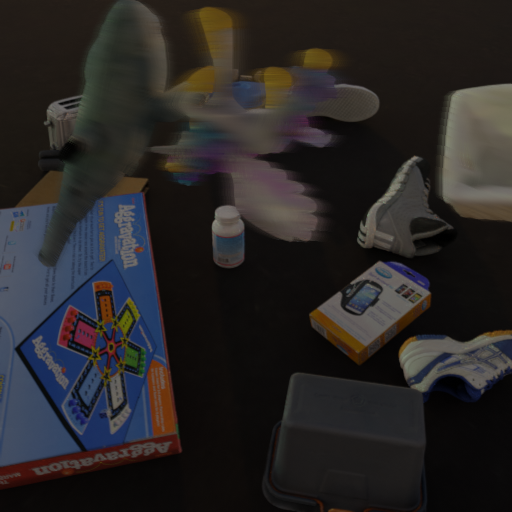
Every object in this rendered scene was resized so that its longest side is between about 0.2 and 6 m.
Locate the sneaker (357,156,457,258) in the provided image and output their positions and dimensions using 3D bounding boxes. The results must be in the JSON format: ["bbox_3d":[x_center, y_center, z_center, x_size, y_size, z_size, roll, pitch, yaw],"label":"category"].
[{"bbox_3d":[3.166,-0.808,10.685,1.562,1.015,2.705,25,53,23],"label":"sneaker"}]

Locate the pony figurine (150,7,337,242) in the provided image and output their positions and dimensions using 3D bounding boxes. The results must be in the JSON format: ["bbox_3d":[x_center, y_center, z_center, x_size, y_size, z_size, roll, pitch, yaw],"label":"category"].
[{"bbox_3d":[-0.014,-1.666,7.534,2.548,2.639,2.198,16,58,-12],"label":"pony figurine"}]

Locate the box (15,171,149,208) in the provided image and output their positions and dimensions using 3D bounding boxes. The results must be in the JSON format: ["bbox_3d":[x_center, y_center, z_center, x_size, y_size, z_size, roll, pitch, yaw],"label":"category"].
[{"bbox_3d":[-3.601,-1.169,11.650,2.302,0.245,1.882,5,37,8],"label":"box"}]

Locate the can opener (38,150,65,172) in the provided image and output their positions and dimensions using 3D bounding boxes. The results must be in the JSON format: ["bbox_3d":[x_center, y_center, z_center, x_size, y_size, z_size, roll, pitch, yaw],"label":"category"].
[{"bbox_3d":[-4.015,-2.328,12.829,1.953,0.653,0.521,-4,62,-5],"label":"can opener"}]

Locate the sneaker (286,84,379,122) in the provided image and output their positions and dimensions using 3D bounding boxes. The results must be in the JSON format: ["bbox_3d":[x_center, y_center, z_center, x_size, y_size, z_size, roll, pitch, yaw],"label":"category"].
[{"bbox_3d":[2.078,-4.489,15.649,2.686,0.974,1.532,6,33,9],"label":"sneaker"}]

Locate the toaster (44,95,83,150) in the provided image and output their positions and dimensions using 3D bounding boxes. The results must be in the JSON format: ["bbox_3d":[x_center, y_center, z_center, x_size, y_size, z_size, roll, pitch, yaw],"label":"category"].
[{"bbox_3d":[-4.146,-3.153,13.568,1.869,1.207,1.062,-24,43,-29],"label":"toaster"}]

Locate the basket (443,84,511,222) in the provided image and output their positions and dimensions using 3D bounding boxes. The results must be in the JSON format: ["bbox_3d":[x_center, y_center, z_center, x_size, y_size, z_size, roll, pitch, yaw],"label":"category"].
[{"bbox_3d":[3.902,-1.305,7.637,2.379,1.613,1.468,4,-10,26],"label":"basket"}]

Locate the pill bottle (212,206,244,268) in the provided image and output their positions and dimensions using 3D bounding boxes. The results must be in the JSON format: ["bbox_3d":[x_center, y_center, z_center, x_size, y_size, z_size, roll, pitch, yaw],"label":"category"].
[{"bbox_3d":[-0.489,-0.340,9.849,0.560,1.029,0.560,1,37,0],"label":"pill bottle"}]

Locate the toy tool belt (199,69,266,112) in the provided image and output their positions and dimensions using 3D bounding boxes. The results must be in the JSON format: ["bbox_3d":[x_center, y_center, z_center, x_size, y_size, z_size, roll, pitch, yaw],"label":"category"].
[{"bbox_3d":[-0.228,-4.034,14.435,2.602,1.599,1.625,-2,36,-3],"label":"toy tool belt"}]

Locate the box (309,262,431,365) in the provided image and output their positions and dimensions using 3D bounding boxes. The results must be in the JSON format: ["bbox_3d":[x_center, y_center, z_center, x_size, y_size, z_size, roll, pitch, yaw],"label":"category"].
[{"bbox_3d":[1.822,0.782,8.603,1.769,0.367,1.053,-32,46,-22],"label":"box"}]

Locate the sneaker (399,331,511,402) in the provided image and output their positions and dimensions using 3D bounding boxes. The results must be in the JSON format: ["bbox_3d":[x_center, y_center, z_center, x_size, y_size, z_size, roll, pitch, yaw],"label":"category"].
[{"bbox_3d":[3.017,1.580,7.607,2.049,0.771,0.903,-5,49,2],"label":"sneaker"}]

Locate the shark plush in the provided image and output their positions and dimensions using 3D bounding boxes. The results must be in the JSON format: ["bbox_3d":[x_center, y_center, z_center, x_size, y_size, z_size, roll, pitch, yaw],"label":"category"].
[{"bbox_3d":[-2.290,-1.604,7.470,1.640,3.610,1.504,40,13,-4],"label":"shark plush"}]

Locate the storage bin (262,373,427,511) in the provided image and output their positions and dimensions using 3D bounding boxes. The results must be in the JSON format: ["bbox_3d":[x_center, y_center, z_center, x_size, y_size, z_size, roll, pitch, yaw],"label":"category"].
[{"bbox_3d":[1.024,2.139,6.259,1.875,1.259,1.365,6,36,9],"label":"storage bin"}]

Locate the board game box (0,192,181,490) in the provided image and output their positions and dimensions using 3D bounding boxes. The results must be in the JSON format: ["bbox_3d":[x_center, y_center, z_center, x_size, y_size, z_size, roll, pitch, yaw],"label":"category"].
[{"bbox_3d":[-2.879,0.795,8.547,2.809,0.531,5.456,-9,39,-9],"label":"board game box"}]
